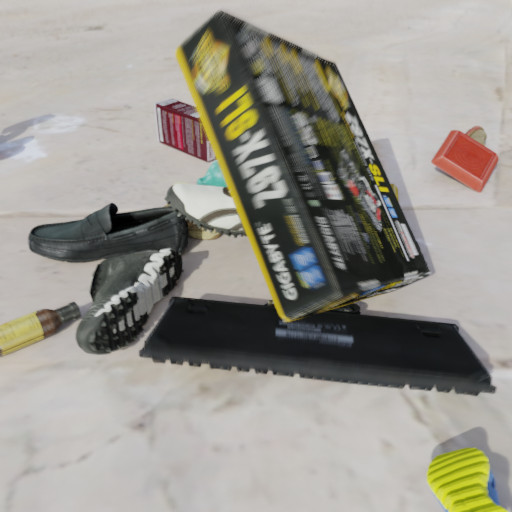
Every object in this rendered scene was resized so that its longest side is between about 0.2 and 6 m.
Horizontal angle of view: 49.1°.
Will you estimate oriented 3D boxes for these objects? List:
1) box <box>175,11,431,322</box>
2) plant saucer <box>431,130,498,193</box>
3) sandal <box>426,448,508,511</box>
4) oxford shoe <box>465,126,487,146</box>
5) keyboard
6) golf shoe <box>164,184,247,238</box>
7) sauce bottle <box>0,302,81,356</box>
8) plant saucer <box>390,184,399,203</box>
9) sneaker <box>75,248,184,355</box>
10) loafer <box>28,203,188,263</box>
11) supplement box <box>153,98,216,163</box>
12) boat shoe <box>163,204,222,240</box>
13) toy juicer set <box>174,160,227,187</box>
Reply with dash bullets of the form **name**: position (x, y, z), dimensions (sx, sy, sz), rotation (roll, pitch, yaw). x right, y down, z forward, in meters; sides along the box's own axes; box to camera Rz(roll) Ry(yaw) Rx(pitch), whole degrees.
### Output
- **box**: position (0.757, -1.147, 7.499), dimensions (0.909, 3.686, 2.943), rotation (-29, -13, 32)
- **plant saucer**: position (4.414, -2.042, 11.685), dimensions (1.195, 0.220, 1.197), rotation (35, 61, 7)
- **sandal**: position (2.032, 2.410, 5.205), dimensions (0.642, 0.704, 1.617), rotation (-21, 11, 14)
- **oxford shoe**: position (4.805, -2.308, 12.566), dimensions (0.802, 0.755, 2.144), rotation (44, 45, 12)
- **keyboard**: position (0.704, 1.053, 7.083), dimensions (3.888, 0.499, 2.335), rotation (6, 15, 3)
- **golf shoe**: position (-0.034, -0.915, 9.040), dimensions (2.766, 1.307, 1.075), rotation (15, 25, -10)
- **sauce bottle**: position (-3.018, 0.971, 7.610), dimensions (1.248, 0.404, 0.404), rotation (-22, 39, -33)
- **plant saucer**: position (2.523, -1.296, 11.293), dimensions (0.704, 0.171, 0.704), rotation (6, 34, 9)
- **sneaker**: position (-1.981, 0.566, 7.918), dimensions (1.074, 0.789, 2.374), rotation (8, 30, 17)
- **loafer**: position (-2.449, -0.452, 9.287), dimensions (2.633, 0.924, 0.894), rotation (-2, 33, -3)
- **supplement box**: position (-1.578, -2.952, 13.072), dimensions (1.849, 1.006, 0.563), rotation (29, 43, 35)
- **boat shoe**: position (-1.457, -0.697, 10.004), dimensions (1.732, 0.559, 0.617), rotation (5, 33, 7)
- **toy juicer set**: position (-0.389, -1.523, 11.278), dimensions (1.442, 0.617, 2.266), rotation (33, 58, 25)
